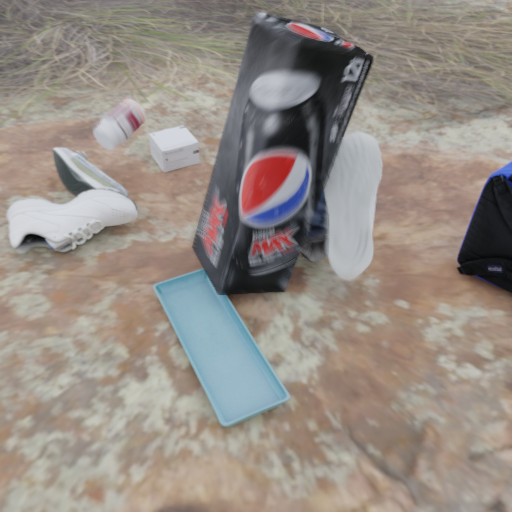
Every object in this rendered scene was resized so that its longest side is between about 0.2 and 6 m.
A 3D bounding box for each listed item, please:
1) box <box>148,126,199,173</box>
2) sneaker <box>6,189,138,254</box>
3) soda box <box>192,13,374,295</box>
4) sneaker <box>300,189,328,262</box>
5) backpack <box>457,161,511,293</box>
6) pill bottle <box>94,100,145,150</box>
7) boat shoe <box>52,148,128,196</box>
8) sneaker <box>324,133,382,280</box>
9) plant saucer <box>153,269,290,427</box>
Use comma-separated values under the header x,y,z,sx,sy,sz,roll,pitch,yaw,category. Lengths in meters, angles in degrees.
x,y,z,sx,sy,sz,roll,pitch,yaw,category
-1.909,-2.497,13.023,0.908,0.596,0.912,-19,45,-20,box
-3.516,-0.577,10.825,2.504,0.933,1.090,-11,55,-3,sneaker
0.233,-1.430,8.946,1.343,4.241,1.501,-1,36,-28,soda box
0.783,-0.626,10.775,2.032,0.773,1.468,-4,63,39,sneaker
5.254,-0.368,9.479,2.219,2.149,2.645,-31,49,-33,backpack
-2.680,-2.571,10.997,0.565,0.565,0.989,22,56,23,pill bottle
-3.643,-1.703,12.052,2.125,0.783,0.681,36,46,28,boat shoe
1.568,-0.831,9.347,0.928,0.978,2.430,7,81,11,sneaker
-0.659,1.355,8.945,1.082,0.294,3.095,-18,45,-19,plant saucer
